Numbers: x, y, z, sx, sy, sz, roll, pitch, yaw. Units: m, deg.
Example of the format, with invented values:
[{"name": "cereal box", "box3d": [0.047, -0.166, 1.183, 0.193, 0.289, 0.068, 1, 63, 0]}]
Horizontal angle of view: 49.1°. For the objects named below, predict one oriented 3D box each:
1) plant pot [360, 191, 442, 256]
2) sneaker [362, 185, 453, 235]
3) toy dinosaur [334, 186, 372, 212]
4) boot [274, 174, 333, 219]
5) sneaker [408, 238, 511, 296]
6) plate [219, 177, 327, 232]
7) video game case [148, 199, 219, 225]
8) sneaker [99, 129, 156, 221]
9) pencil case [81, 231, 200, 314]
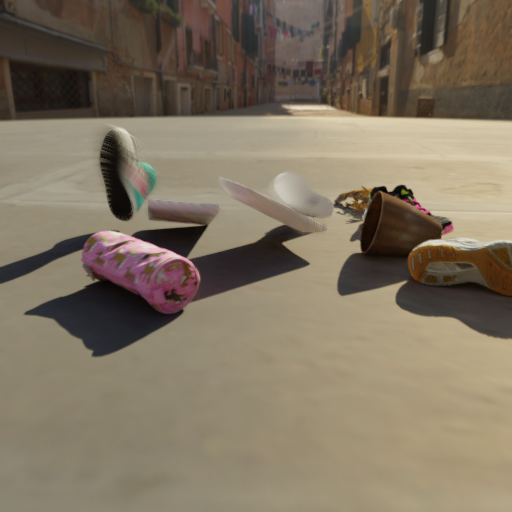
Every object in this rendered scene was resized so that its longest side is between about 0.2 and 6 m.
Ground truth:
[{"name": "plant pot", "box3d": [2.702, -0.470, 10.302, 1.254, 1.172, 1.172, 14, 17, -4]}, {"name": "sneaker", "box3d": [3.167, -0.987, 11.871, 0.823, 0.976, 2.232, -12, 21, -33]}, {"name": "toy dinosaur", "box3d": [2.939, -1.476, 13.980, 2.209, 0.667, 1.173, 11, 19, 29]}, {"name": "boot", "box3d": [0.862, -1.255, 12.409, 1.757, 0.639, 0.794, 29, -17, -37]}, {"name": "sneaker", "box3d": [3.625, 0.045, 8.806, 2.306, 0.872, 1.011, 9, 19, 25]}, {"name": "plate", "box3d": [0.240, -0.935, 10.829, 1.802, 0.291, 1.798, 25, 4, -27]}, {"name": "video game case", "box3d": [-1.536, -0.874, 11.509, 1.342, 0.169, 1.873, 5, -6, -10]}, {"name": "sneaker", "box3d": [-2.700, -1.897, 12.109, 0.840, 2.010, 1.213, 10, 32, 10]}, {"name": "pencil case", "box3d": [-1.764, 0.203, 8.355, 2.062, 0.892, 0.854, 17, -20, 41]}]
